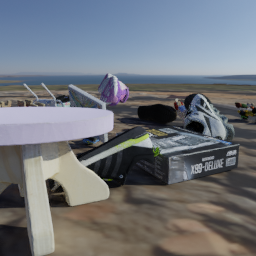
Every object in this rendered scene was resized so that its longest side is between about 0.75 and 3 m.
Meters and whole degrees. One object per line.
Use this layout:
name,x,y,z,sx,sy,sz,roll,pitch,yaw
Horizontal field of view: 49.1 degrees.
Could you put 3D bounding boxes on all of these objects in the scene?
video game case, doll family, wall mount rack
video game case,-1.220,-0.418,8.498,1.564,1.425,0.172,31,47,34
doll family,5.841,-0.685,12.947,1.229,0.835,2.127,-2,13,-34
wall mount rack,-3.930,-1.197,12.780,2.037,1.770,0.759,4,18,30

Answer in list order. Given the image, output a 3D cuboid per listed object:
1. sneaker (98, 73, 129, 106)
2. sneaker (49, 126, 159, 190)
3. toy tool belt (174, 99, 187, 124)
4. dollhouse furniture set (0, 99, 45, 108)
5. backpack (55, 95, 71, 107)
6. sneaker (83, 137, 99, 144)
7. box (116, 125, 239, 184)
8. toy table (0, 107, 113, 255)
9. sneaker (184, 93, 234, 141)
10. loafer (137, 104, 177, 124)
sneaker,-0.455,-1.433,11.270,1.183,1.077,2.677,30,13,-18
sneaker,-0.411,0.798,5.494,2.268,0.939,0.813,-28,4,-8
toy tool belt,2.638,-0.687,11.638,0.988,1.004,1.607,-17,39,-3
dollhouse furniture set,-5.216,-0.512,11.965,2.454,1.278,2.481,16,16,17
backpack,-3.314,-1.027,13.805,1.277,1.083,1.439,5,16,23
sneaker,-1.106,0.246,9.111,0.391,0.457,1.102,4,12,27
box,1.110,0.541,7.134,2.010,0.634,2.549,-6,13,-26
toy table,-1.617,0.568,4.448,2.844,1.666,2.615,-2,11,-14
sneaker,2.394,-0.394,9.813,1.238,1.037,2.799,-13,31,-9
loafer,1.448,-0.756,13.035,0.853,0.873,2.392,-9,14,-36
